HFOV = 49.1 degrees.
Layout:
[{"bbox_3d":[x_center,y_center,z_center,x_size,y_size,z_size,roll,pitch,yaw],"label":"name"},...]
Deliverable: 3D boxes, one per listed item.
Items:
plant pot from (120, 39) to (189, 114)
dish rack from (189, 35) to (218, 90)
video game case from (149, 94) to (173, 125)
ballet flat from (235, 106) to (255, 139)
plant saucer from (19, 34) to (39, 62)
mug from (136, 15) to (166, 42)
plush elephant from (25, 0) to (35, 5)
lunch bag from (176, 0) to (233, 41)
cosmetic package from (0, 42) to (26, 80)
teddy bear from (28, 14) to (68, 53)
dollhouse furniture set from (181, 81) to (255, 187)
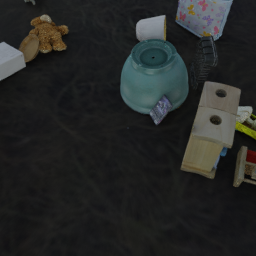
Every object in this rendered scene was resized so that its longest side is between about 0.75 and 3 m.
[{"bbox_3d":[0.871,-1.914,9.477,2.455,1.645,2.455,-3,56,5],"label":"plant pot"},{"bbox_3d":[2.525,-2.187,9.648,0.455,1.668,1.279,5,57,-3],"label":"dish rack"},{"bbox_3d":[1.031,-0.575,8.823,0.078,0.825,0.589,17,34,-39],"label":"video game case"},{"bbox_3d":[3.924,-0.185,8.878,2.563,0.859,0.856,37,59,22],"label":"ballet flat"},{"bbox_3d":[-3.834,-3.078,10.971,1.174,0.208,1.174,-10,72,31],"label":"plant saucer"},{"bbox_3d":[0.968,-3.949,11.513,1.139,1.387,1.111,2,88,12],"label":"mug"},{"bbox_3d":[-4.509,-6.182,13.079,1.015,0.786,0.836,27,9,-20],"label":"plush elephant"},{"bbox_3d":[3.180,-4.851,11.492,1.359,1.812,2.137,-31,59,-21],"label":"lunch bag"},{"bbox_3d":[-5.163,-2.068,10.054,1.130,0.693,2.737,30,52,21],"label":"cosmetic package"},{"bbox_3d":[-3.278,-3.910,11.503,1.608,0.741,2.218,-2,56,-4],"label":"teddy bear"},{"bbox_3d":[3.206,0.310,7.862,2.816,1.984,1.973,15,57,12],"label":"dollhouse furniture set"}]
